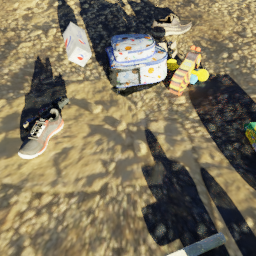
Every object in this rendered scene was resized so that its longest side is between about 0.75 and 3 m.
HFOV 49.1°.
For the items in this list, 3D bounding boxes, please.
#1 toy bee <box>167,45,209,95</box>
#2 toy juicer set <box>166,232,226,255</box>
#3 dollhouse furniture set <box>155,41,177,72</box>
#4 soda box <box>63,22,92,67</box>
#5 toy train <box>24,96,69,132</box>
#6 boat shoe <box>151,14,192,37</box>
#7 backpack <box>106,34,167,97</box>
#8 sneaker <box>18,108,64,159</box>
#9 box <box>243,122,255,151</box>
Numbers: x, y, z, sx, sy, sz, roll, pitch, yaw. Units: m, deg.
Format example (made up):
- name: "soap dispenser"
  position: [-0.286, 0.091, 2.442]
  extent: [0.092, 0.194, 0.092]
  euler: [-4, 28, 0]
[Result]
- name: "toy bee"
  position: [2.040, -2.163, 9.612]
  extent: [1.429, 1.186, 2.182]
  euler: [8, 45, 9]
- name: "toy juicer set"
  position: [2.011, 2.690, 5.008]
  extent: [1.599, 0.684, 2.513]
  euler: [-33, 53, -29]
- name: "dollhouse furniture set"
  position: [1.224, -2.540, 10.059]
  extent: [0.922, 1.004, 0.653]
  euler: [10, 43, 32]
- name: "soda box"
  position: [-2.000, -3.283, 10.896]
  extent: [0.688, 0.639, 2.014]
  euler: [20, 35, -36]
- name: "toy train"
  position: [-2.488, -0.454, 8.488]
  extent: [0.405, 0.301, 1.767]
  euler: [22, 48, 25]
- name: "boat shoe"
  position: [1.966, -4.581, 12.367]
  extent: [2.033, 0.745, 0.757]
  euler: [-20, 48, -20]
- name: "backpack"
  position: [0.308, -2.272, 9.450]
  extent: [2.015, 1.630, 2.115]
  euler: [-3, 43, -10]
- name: "sneaker"
  position: [-2.430, 0.071, 7.658]
  extent: [0.660, 0.702, 1.713]
  euler: [15, 46, 15]
- name: "box"
  position: [4.034, 0.476, 7.409]
  extent: [1.219, 0.502, 2.077]
  euler: [-5, 43, -6]
